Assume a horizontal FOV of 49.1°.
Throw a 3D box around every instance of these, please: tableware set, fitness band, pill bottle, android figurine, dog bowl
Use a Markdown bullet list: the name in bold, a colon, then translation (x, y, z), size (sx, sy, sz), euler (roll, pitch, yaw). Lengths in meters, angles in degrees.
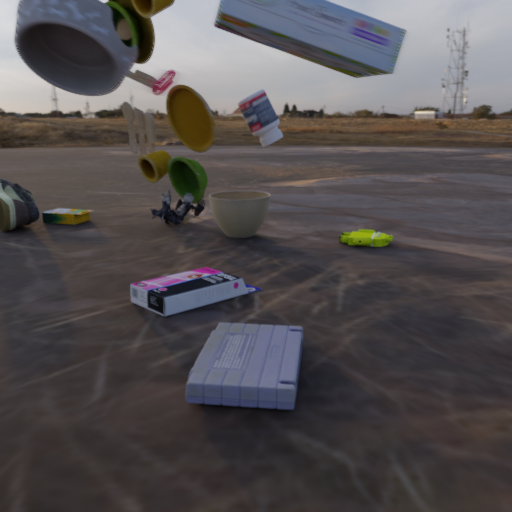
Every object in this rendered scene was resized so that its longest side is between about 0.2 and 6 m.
- **tableware set**: translation (-2.067, -3.267, 11.251), size (3.045, 4.520, 0.694), euler (32, 49, 28)
- **fitness band**: translation (-1.596, -3.008, 9.724), size (0.100, 0.532, 0.382), euler (44, 0, 1)
- **pill bottle**: translation (0.112, -2.772, 11.331), size (0.615, 1.028, 0.615), euler (-27, 13, 7)
- **android figurine**: translation (1.992, -0.318, 10.121), size (0.934, 0.192, 0.850), euler (3, 14, 18)
- **dog bowl**: translation (-2.977, -3.390, 9.149), size (1.976, 0.579, 1.976), euler (7, -23, 3)

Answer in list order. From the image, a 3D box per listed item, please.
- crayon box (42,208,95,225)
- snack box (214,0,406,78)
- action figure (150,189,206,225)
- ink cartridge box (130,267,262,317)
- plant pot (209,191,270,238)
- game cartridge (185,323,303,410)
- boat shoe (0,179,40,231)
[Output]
- **crayon box**: translation (-4.068, -0.857, 12.191), size (0.949, 0.245, 0.596), euler (3, 14, 16)
- **snack box**: translation (0.603, -2.934, 7.235), size (2.220, 0.588, 1.579), euler (16, 12, -10)
- **action figure**: translation (-1.728, -1.081, 12.177), size (0.841, 0.722, 1.416), euler (17, 17, 20)
- **ink cartridge box**: translation (-0.725, 0.401, 7.046), size (1.548, 0.287, 0.733), euler (-10, 16, -43)
- **plant pot**: translation (-0.312, -0.780, 10.716), size (1.170, 0.786, 1.170), euler (0, 14, 0)
- **game cartridge**: translation (-0.058, 0.931, 4.926), size (0.888, 0.263, 1.370), euler (-2, 13, 8)
- **boat shoe**: translation (-5.180, -1.091, 11.997), size (0.824, 0.896, 2.508), euler (-1, 18, -30)
